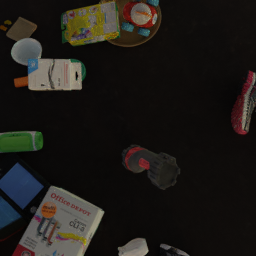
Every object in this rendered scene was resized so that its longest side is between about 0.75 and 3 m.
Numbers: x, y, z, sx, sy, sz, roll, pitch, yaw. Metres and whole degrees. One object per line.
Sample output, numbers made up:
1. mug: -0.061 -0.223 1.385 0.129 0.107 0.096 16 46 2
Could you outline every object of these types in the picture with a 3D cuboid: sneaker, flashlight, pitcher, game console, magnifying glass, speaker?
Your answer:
1. sneaker: 4.314 -0.902 9.794 0.918 0.991 2.459 21 72 5
2. flashlight: 0.561 1.104 8.178 0.913 2.688 0.910 -30 104 -11
3. pitcher: 0.145 3.636 8.358 0.879 0.754 0.533 -15 72 -5
4. sneaker: 1.366 3.912 8.487 0.922 0.348 0.525 17 72 12
5. game console: -3.716 1.954 8.626 2.245 1.332 1.934 39 76 12
6. magnifying glass: -2.904 -1.952 10.527 2.648 0.296 1.054 -13 72 -4
7. speaker: -3.735 0.468 9.490 1.552 0.687 0.687 -3 71 -1

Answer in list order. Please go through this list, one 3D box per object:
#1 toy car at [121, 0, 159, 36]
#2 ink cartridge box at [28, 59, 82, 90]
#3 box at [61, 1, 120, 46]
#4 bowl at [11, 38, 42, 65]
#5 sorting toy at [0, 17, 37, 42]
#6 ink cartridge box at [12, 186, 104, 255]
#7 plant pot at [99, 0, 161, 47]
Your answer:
1. toy car: 0.551 -4.085 10.133 1.324 1.497 1.380 11 112 -18
2. ink cartridge box: -2.136 -1.572 8.282 1.499 0.509 0.870 -2 93 -10
3. box: -1.472 -3.952 10.769 2.249 0.544 1.319 -6 81 10
4. bowl: -3.797 -2.818 10.697 1.131 0.508 1.131 0 72 0
5. sorting toy: -4.442 -3.994 11.299 1.298 0.174 0.967 27 78 9
6. ink cartridge box: -1.909 3.037 8.112 1.603 1.596 2.207 24 73 8
7. plant pot: -0.008 -4.375 11.234 2.646 0.364 2.646 0 76 2
